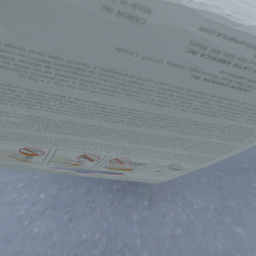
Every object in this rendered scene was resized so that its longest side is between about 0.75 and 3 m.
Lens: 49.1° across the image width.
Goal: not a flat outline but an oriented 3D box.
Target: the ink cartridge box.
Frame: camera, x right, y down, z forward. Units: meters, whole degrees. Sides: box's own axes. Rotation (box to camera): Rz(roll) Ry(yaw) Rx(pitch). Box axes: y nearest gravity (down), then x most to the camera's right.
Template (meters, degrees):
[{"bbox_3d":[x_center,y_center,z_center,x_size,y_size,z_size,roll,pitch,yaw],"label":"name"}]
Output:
[{"bbox_3d":[0.005,-0.178,2.492,2.357,2.906,0.728,10,66,-22],"label":"ink cartridge box"}]
